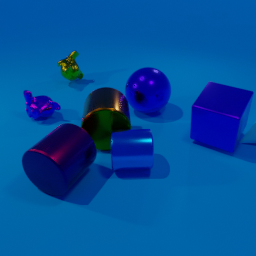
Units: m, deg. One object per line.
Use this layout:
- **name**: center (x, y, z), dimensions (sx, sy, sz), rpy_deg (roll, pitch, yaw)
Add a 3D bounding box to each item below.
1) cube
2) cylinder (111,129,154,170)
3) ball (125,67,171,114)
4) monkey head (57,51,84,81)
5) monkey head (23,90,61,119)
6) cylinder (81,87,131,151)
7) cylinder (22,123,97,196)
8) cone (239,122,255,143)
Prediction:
- **cube**: center (2.269, -0.292, 6.867), dimensions (1.111, 1.111, 1.111), rpy_deg (20, 50, 27)
- **cylinder**: center (0.079, 0.478, 6.234), dimensions (0.895, 0.895, 0.895), rpy_deg (-2, 33, -2)
- **ball**: center (0.590, -1.102, 8.269), dimensions (1.362, 1.362, 1.362), rpy_deg (0, 33, 0)
- **monkey head**: center (-1.995, -2.209, 10.076), dimensions (0.826, 0.987, 1.371), rpy_deg (49, 12, 11)
- **monkey head**: center (-2.553, -0.737, 8.074), dimensions (1.307, 0.940, 0.788), rpy_deg (16, 37, 42)
- **cylinder**: center (-0.546, -0.249, 7.074), dimensions (1.201, 1.201, 1.201), rpy_deg (-2, 33, -3)
- **cylinder**: center (-1.389, 0.628, 5.797), dimensions (1.106, 1.106, 1.106), rpy_deg (15, 36, 22)
- **cone**: center (3.564, 0.031, 7.072), dimensions (1.576, 1.570, 1.570), rpy_deg (-26, 32, 9)
